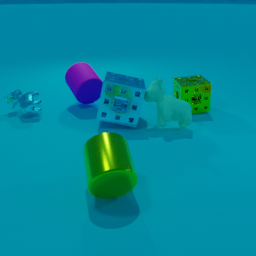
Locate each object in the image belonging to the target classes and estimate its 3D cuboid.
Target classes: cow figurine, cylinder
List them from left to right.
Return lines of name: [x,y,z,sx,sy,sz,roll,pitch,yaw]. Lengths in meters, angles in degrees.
cow figurine: [-3.593,-0.861,9.550,1.212,0.676,1.232,-12,42,-9]
cylinder: [-1.559,-1.605,10.053,1.102,1.102,1.102,-15,49,-27]
cylinder: [-0.387,0.774,5.779,1.001,1.001,1.001,-6,46,-12]
cow figurine: [1.229,-0.772,8.502,1.500,0.823,1.476,6,69,-10]

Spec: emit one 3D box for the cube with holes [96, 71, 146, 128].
cube with holes: [-0.217,-0.932,8.858,1.251,1.251,1.251,11,22,-4]

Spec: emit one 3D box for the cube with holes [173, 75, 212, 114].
cube with holes: [2.230,-1.180,9.866,1.023,1.023,1.023,-8,27,-5]
